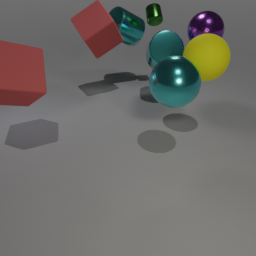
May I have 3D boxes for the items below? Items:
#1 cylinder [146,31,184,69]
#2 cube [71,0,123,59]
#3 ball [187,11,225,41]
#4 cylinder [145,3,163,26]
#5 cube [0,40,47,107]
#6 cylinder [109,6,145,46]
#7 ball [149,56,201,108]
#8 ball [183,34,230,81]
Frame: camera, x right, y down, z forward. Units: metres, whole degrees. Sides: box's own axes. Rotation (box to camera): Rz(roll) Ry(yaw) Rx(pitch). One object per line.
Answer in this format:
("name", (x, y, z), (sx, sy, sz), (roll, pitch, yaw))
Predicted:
("cylinder", (1.498, -3.146, 11.641), (1.400, 1.400, 1.400), (-1, 2, -1))
("cube", (-1.265, -4.078, 11.682), (1.400, 1.400, 1.400), (-33, 67, 4))
("ball", (3.029, -3.819, 10.928), (1.400, 1.400, 1.400), (0, 30, 0))
("cylinder", (1.166, -5.047, 12.500), (0.700, 0.700, 0.700), (-5, 73, -9))
("cube", (-3.341, -1.503, 8.096), (1.400, 1.400, 1.400), (0, -13, -41))
("cylinder", (-0.156, -4.733, 13.137), (1.400, 1.400, 1.400), (10, 18, -41))
("ball", (1.273, -1.247, 7.610), (1.400, 1.400, 1.400), (0, 30, 0))
("ball", (2.377, -2.139, 8.531), (1.400, 1.400, 1.400), (0, 30, 0))
